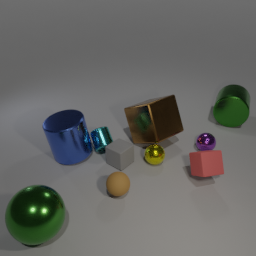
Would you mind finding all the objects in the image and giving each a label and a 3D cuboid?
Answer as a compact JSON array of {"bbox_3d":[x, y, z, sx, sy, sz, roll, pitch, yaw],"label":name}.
[{"bbox_3d":[-2.229,2.088,6.805,1.400,1.400,1.400,0,31,0],"label":"ball"},{"bbox_3d":[-2.044,0.296,9.627,1.400,1.400,1.400,-7,33,5],"label":"cylinder"},{"bbox_3d":[0.946,-0.309,10.291,1.400,1.400,1.400,-22,10,-36],"label":"cube"},{"bbox_3d":[4.406,-0.956,11.857,1.400,1.400,1.400,12,33,19],"label":"cylinder"},{"bbox_3d":[2.333,1.048,8.357,0.700,0.700,0.700,-5,-3,-17],"label":"cube"},{"bbox_3d":[2.812,0.517,10.092,0.700,0.700,0.700,0,31,0],"label":"ball"},{"bbox_3d":[-0.926,0.400,10.041,0.700,0.700,0.700,-15,74,-23],"label":"cylinder"},{"bbox_3d":[-0.284,1.607,8.069,0.700,0.700,0.700,0,31,0],"label":"ball"},{"bbox_3d":[0.906,0.891,9.473,0.700,0.700,0.700,0,31,0],"label":"ball"},{"bbox_3d":[-0.269,0.881,9.462,0.700,0.700,0.700,22,37,35],"label":"cube"}]
